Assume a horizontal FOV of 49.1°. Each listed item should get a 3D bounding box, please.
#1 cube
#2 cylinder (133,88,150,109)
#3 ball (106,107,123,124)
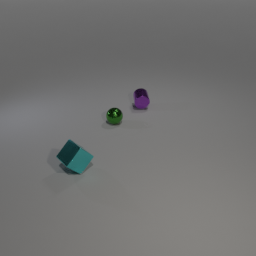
[{"bbox_3d":[-1.659,0.896,8.767,0.700,0.700,0.700,30,82,43],"label":"cube"},{"bbox_3d":[0.616,-1.361,12.932,0.700,0.700,0.700,-2,40,-5],"label":"cylinder"},{"bbox_3d":[-0.561,-0.502,11.634,0.700,0.700,0.700,0,28,0],"label":"ball"}]
